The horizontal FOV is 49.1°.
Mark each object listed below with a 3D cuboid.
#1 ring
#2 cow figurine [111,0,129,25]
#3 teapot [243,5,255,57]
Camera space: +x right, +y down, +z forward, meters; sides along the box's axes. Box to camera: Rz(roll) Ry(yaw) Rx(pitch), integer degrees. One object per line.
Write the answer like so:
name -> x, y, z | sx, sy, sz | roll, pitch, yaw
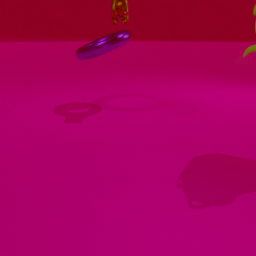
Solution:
ring -> -0.785, -2.656, 8.954 | 1.901, 0.380, 1.901 | -19, 22, 8
cow figurine -> -0.243, -3.503, 7.957 | 0.596, 1.068, 1.085 | -3, -6, -2
teapot -> 2.356, -1.737, 4.351 | 0.813, 1.660, 1.032 | 10, 53, 3
